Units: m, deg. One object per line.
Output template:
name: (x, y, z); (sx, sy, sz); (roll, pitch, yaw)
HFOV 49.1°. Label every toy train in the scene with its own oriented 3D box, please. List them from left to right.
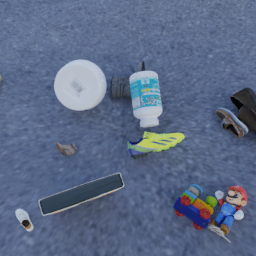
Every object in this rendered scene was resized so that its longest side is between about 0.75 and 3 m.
toy train: (2.542, 2.656, 8.931); (1.935, 0.819, 1.120); (32, 46, 22)

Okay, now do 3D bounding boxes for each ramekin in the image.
ramekin: (-1.934, -1.678, 11.224); (2.069, 2.069, 1.009); (0, 13, 0)

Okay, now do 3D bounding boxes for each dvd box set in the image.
dvd box set: (-1.292, 1.955, 8.128); (2.104, 2.875, 0.423); (-18, 78, -13)

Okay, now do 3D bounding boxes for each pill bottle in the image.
pill bottle: (0.718, -1.091, 10.901); (1.132, 1.132, 2.043); (-6, 82, -5)

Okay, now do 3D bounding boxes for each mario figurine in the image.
mario figurine: (3.198, 2.461, 8.959); (1.020, 0.876, 1.653); (31, 61, 20)

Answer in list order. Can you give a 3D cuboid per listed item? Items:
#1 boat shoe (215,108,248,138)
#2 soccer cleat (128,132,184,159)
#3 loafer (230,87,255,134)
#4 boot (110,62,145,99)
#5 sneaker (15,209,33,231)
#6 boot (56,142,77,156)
boat shoe: (4.036, -0.227, 11.177); (0.548, 0.547, 1.514); (-34, 60, -21)
soccer cleat: (0.971, 0.471, 10.124); (2.104, 0.680, 0.880); (-19, 86, 9)
loafer: (4.874, -0.412, 11.140); (1.003, 1.026, 2.812); (-13, 47, 1)
boot: (-0.017, -2.215, 12.570); (1.492, 0.791, 2.266); (4, 49, 10)
sneaker: (-3.333, 2.874, 8.953); (0.323, 0.375, 0.887); (-39, 61, -23)
boot: (-2.321, 0.727, 10.661); (0.578, 0.278, 0.791); (-27, 58, -26)
